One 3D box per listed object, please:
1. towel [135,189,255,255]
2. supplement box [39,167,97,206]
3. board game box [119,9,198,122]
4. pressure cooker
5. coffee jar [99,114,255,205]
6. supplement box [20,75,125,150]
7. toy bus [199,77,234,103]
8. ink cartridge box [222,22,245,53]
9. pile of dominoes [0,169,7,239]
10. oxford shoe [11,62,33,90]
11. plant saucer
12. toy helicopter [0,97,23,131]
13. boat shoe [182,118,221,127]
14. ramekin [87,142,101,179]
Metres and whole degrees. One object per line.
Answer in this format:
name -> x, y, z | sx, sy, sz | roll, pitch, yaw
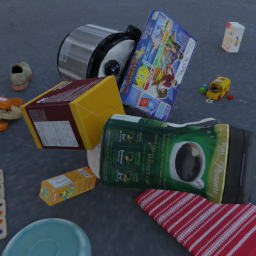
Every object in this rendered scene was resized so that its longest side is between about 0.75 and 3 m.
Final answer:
towel -> 1.558, 1.756, 5.719 | 1.745, 0.271, 2.413 | -28, 43, -29
supplement box -> -1.249, 1.218, 5.993 | 0.429, 0.415, 1.247 | 30, 25, 32
board game box -> 0.883, -1.647, 7.861 | 1.759, 2.599, 0.448 | 22, -1, -40
pressure cooker -> -0.623, -1.831, 8.756 | 2.440, 2.403, 2.732 | -34, 43, -28
coffee jar -> 0.789, 0.481, 4.562 | 2.384, 1.243, 1.017 | 7, 2, 15
supplement box -> -1.065, -0.330, 5.701 | 1.423, 0.945, 1.404 | -1, 29, 30
toy bus -> 3.116, -1.393, 9.755 | 1.030, 0.564, 1.091 | -4, 36, -5
ink cartridge box -> 4.909, -4.254, 13.137 | 0.494, 1.185, 0.860 | -2, 36, -8
pile of dominoes -> -3.493, 1.595, 5.874 | 1.652, 0.338, 2.120 | -14, 38, -18
oxford shoe -> -4.066, -2.182, 10.684 | 0.687, 0.730, 1.951 | -8, 37, -11
plant saucer -> -1.493, 2.276, 5.049 | 1.642, 0.225, 1.642 | 1, 36, 0
toy helicopter -> -4.283, -0.769, 8.589 | 2.228, 0.879, 1.474 | 20, 16, 6
boat shoe -> 1.796, 0.294, 7.294 | 2.142, 0.778, 0.672 | -19, 37, -31
ramekin -> -0.033, 0.517, 6.465 | 1.927, 1.012, 1.927 | 8, 23, -3
